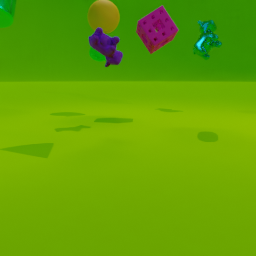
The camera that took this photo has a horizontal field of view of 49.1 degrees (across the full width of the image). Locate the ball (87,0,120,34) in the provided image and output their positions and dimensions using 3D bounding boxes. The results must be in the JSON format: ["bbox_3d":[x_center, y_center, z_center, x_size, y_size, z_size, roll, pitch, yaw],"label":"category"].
[{"bbox_3d":[-0.873,-3.965,10.014,1.144,1.144,1.144,0,10,0],"label":"ball"}]

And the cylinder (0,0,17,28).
[{"bbox_3d":[-3.819,-3.737,7.761,1.375,1.375,1.375,4,-9,1],"label":"cylinder"}]

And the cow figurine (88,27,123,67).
[{"bbox_3d":[-0.594,-2.089,7.403,1.057,0.580,1.040,26,-16,-17],"label":"cow figurine"}]

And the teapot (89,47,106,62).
[{"bbox_3d":[-1.034,-2.853,10.261,0.845,0.665,1.359,18,51,15],"label":"teapot"}]

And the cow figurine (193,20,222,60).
[{"bbox_3d":[3.136,-3.670,11.513,0.832,1.516,1.492,34,12,-46],"label":"cow figurine"}]

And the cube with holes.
[{"bbox_3d":[0.874,-2.996,8.643,0.876,0.876,0.876,-33,0,-2],"label":"cube with holes"}]
